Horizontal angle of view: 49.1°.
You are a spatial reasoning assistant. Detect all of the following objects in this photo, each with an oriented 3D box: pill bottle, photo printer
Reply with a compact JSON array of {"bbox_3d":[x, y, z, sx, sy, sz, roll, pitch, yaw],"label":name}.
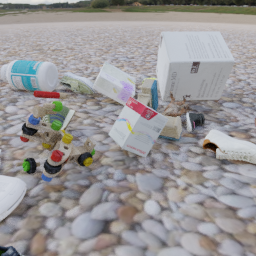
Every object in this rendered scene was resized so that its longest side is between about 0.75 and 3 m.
[{"bbox_3d":[-5.305,-2.811,14.966,2.818,1.561,1.561,8,28,14],"label":"pill bottle"},{"bbox_3d":[-3.496,1.725,7.028,1.620,0.563,1.348,6,27,12],"label":"photo printer"}]

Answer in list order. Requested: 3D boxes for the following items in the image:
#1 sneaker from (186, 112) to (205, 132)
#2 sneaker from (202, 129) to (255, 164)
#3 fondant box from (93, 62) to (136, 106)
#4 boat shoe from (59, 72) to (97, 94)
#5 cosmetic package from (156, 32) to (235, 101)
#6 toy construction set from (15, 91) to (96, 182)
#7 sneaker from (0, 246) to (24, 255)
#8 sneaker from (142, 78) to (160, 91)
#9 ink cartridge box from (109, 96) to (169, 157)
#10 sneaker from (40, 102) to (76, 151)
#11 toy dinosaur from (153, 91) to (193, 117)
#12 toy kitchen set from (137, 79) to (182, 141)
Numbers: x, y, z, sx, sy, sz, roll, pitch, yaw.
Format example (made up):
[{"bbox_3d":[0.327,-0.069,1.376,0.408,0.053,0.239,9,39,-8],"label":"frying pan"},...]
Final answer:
[{"bbox_3d":[2.683,-0.271,11.054,0.731,0.521,1.475,0,22,11],"label":"sneaker"},{"bbox_3d":[3.345,0.815,8.918,2.061,0.750,0.872,24,59,37],"label":"sneaker"},{"bbox_3d":[-0.594,-2.215,13.810,1.869,0.754,2.590,28,26,-11],"label":"fondant box"},{"bbox_3d":[-2.623,-2.221,14.811,2.575,0.927,0.799,26,69,38],"label":"boat shoe"},{"bbox_3d":[3.051,-2.992,13.581,2.948,2.430,2.432,-3,50,-4],"label":"cosmetic package"},{"bbox_3d":[-1.890,0.204,8.189,1.890,2.460,2.051,-3,16,-45],"label":"toy construction set"},{"bbox_3d":[-2.176,2.583,5.370,1.276,0.517,0.472,7,27,14],"label":"sneaker"},{"bbox_3d":[1.657,-2.501,15.384,1.726,0.654,0.907,21,33,37],"label":"sneaker"},{"bbox_3d":[0.310,-0.020,9.132,1.094,1.505,1.089,26,8,-37],"label":"ink cartridge box"},{"bbox_3d":[-2.745,-0.160,9.987,1.077,0.804,2.399,30,31,-9],"label":"sneaker"},{"bbox_3d":[1.767,-0.650,11.576,2.115,1.433,0.908,2,50,-53],"label":"toy dinosaur"},{"bbox_3d":[1.326,-0.568,11.197,2.005,1.474,2.502,10,48,18],"label":"toy kitchen set"}]
